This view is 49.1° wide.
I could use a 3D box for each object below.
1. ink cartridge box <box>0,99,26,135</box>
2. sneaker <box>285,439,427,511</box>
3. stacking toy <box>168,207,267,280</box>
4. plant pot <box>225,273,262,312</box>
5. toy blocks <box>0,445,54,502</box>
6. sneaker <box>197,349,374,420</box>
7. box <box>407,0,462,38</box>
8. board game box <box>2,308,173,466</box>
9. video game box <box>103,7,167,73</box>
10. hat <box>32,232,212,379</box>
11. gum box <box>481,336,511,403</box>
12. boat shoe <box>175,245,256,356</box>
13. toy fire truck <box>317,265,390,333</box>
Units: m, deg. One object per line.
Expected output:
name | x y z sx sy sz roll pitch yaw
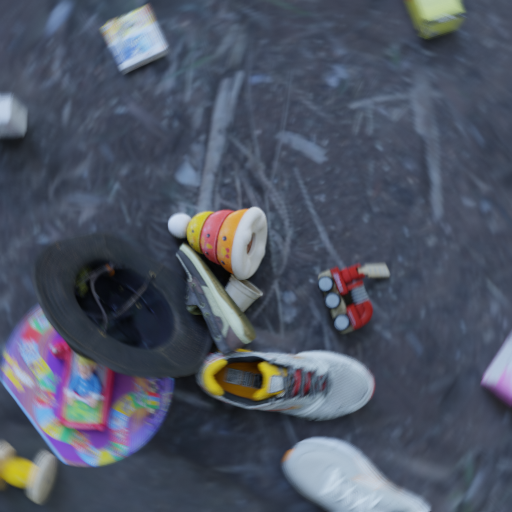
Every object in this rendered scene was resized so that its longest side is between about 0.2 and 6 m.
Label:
ink cartridge box | -5.235 -2.725 11.050 1.098 0.804 0.472 -2 83 0
sneaker | 1.936 4.316 9.882 3.088 1.420 1.169 30 83 4
stacking toy | -0.842 -0.380 10.733 1.896 1.385 1.385 12 83 20
plant pot | -0.364 0.797 10.734 0.719 0.719 0.658 36 96 4
toy blocks | -5.102 4.363 10.158 2.375 0.862 1.979 11 83 1
sneaker | 0.515 2.381 10.161 3.252 1.336 1.266 2 83 0
box | 3.455 -5.670 11.553 0.806 0.537 2.142 -19 84 -2
board game box | -3.292 2.330 10.518 2.607 0.643 3.300 -39 84 -5
video game box | -2.499 -4.453 11.552 0.968 0.249 1.062 -26 84 -5
hat | -2.511 1.176 9.950 3.392 3.392 1.368 42 117 5
gum box | 5.515 1.839 10.508 1.293 0.753 2.278 37 84 5
boat shoe | -0.936 0.786 10.275 0.783 0.852 2.384 -39 62 -2
toy fire truck | 1.977 0.696 10.715 1.360 0.875 1.197 -23 83 8
